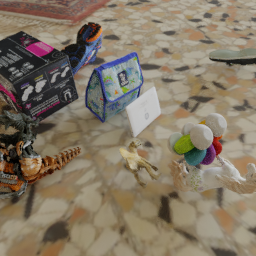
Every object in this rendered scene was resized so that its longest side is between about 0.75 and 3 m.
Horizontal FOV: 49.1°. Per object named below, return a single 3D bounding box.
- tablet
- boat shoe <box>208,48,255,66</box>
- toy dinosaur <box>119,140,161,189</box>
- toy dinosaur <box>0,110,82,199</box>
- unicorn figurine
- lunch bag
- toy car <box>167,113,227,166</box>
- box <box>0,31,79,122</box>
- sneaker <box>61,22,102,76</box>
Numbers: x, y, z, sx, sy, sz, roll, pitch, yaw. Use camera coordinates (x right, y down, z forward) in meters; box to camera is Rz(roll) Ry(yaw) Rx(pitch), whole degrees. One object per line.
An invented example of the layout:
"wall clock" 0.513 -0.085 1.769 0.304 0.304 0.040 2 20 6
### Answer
"tablet" 0.458 -0.465 7.799 0.096 0.918 1.410 8 35 40
"boat shoe" 3.805 -2.494 10.128 1.759 0.531 0.665 4 48 15
"toy dinosaur" 0.172 0.843 6.229 1.029 0.593 2.036 44 11 -3
"toy dinosaur" -2.468 0.734 6.489 2.614 1.335 1.774 8 51 -46
"unicorn figurine" 1.992 0.993 6.227 2.094 0.773 1.438 -23 32 13
"lunch bag" -0.375 -1.222 7.996 1.461 1.718 1.095 -33 60 -32
"toy car" 1.626 0.342 6.270 1.302 1.140 0.977 -32 93 -35
"box" -3.055 -1.554 8.418 1.783 1.548 2.699 -37 50 -26
"sneaker" -1.653 -2.603 10.159 1.013 1.054 2.688 23 64 24
